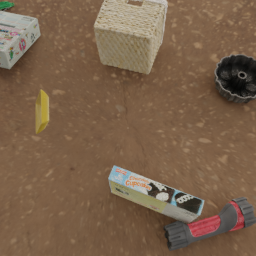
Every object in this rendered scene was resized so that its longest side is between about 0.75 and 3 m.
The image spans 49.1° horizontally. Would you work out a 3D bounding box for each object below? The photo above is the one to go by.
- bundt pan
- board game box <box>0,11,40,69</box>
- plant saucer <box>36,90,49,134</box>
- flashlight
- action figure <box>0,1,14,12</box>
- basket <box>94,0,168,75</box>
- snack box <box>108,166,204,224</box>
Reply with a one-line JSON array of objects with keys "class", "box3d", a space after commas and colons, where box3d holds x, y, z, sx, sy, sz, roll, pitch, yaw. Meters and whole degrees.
[{"class": "bundt pan", "box3d": [4.541, -1.932, 11.500, 2.201, 0.826, 2.201, 0, 64, -1]}, {"class": "board game box", "box3d": [-5.395, -3.878, 12.071, 2.058, 0.897, 2.789, 13, 49, 8]}, {"class": "plant saucer", "box3d": [-2.650, -0.473, 8.677, 0.269, 1.110, 1.110, 2, 72, -26]}, {"class": "flashlight", "box3d": [2.581, 3.042, 8.976, 2.863, 0.973, 0.969, -13, 63, -7]}, {"class": "action figure", "box3d": [-6.197, -5.962, 13.759, 1.212, 0.332, 0.716, -21, 64, -18]}, {"class": "basket", "box3d": [0.115, -3.888, 11.538, 2.490, 2.513, 2.021, 15, 67, 8]}, {"class": "snack box", "box3d": [0.801, 2.182, 8.997, 2.876, 1.671, 0.534, 20, 65, 9]}]
